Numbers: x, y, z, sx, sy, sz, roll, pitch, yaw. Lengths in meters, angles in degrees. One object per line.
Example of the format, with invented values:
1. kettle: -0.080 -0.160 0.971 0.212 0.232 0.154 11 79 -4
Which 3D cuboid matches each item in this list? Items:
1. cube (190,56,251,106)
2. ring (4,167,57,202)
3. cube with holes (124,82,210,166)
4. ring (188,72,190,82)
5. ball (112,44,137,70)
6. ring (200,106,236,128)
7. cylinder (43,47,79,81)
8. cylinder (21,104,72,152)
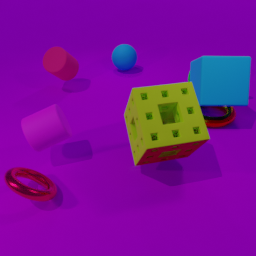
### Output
1. cube: 2.611 -1.330 8.166 1.337 1.337 1.337 0 7 -1
2. ring: -2.027 1.167 5.888 1.137 0.227 1.137 28 5 -3
3. cube with holes: 0.769 -0.056 6.262 1.331 1.331 1.331 -8 70 -12
4. ring: 2.601 -1.627 9.716 1.295 1.295 0.259 -22 11 -29
5. ball: -0.147 -2.980 11.821 1.070 1.070 1.070 0 33 0
6. ring: 2.590 -0.530 8.881 1.614 0.323 1.614 0 33 0
7. cylinder: -2.420 -2.314 10.167 0.964 0.964 0.964 13 -4 19
8. cylinder: -1.916 0.000 6.673 0.882 0.882 0.882 -25 37 -2
